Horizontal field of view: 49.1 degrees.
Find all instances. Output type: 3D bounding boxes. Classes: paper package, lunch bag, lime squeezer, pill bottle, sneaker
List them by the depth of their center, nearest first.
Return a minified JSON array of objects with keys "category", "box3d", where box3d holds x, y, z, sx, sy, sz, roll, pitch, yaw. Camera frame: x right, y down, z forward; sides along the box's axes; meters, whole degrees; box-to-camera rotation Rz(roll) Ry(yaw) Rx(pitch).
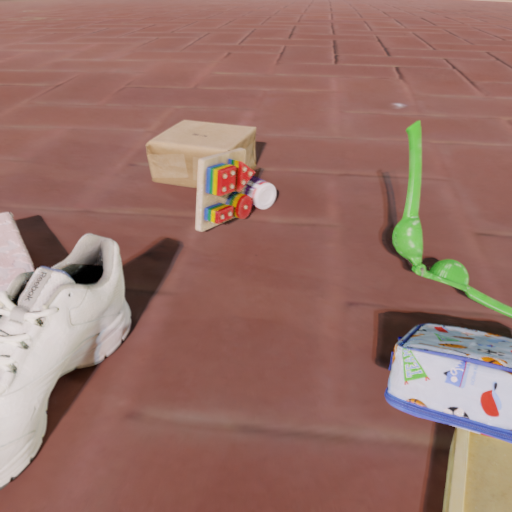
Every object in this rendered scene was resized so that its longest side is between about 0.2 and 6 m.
[{"category":"lunch bag","box3d":[2.205,1.223,5.777,1.666,0.786,2.080,9,3,24]},{"category":"sneaker","box3d":[-2.538,0.978,5.972,1.315,1.537,3.529,17,36,7]},{"category":"lime squeezer","box3d":[2.613,-0.080,7.588,1.183,3.349,0.632,-34,-1,-9]},{"category":"pill bottle","box3d":[-0.098,-1.289,10.861,0.524,0.524,0.940,-23,37,-33]},{"category":"paper package","box3d":[-1.094,-2.181,11.950,1.831,0.947,1.745,10,32,17]}]

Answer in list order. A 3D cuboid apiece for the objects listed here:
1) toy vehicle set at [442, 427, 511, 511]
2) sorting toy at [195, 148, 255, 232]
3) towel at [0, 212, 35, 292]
[{"category":"toy vehicle set","box3d":[2.419,2.936,3.740,2.430,0.518,3.911,11,33,18]},{"category":"sorting toy","box3d":[-0.477,-1.126,9.697,0.437,1.257,1.249,18,27,28]},{"category":"towel","box3d":[-4.879,0.415,7.839,3.304,0.533,3.156,-16,31,-25]}]
